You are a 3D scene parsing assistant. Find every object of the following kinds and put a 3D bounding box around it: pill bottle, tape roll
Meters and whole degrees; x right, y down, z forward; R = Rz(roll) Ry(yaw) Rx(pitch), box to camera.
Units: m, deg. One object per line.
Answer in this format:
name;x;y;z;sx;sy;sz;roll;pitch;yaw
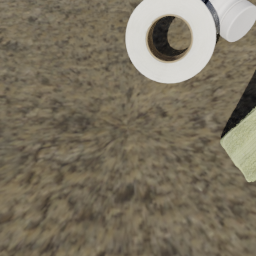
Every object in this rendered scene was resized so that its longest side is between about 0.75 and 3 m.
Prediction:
pill bottle;2.569;-3.925;8.699;1.536;1.536;2.765;-28;61;-17
tape roll;1.100;-2.349;7.252;2.269;2.269;0.794;14;27;9

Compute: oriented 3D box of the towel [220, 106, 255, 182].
towel;2.869;0.264;6.008;0.317;1.738;1.290;-9;55;-41
